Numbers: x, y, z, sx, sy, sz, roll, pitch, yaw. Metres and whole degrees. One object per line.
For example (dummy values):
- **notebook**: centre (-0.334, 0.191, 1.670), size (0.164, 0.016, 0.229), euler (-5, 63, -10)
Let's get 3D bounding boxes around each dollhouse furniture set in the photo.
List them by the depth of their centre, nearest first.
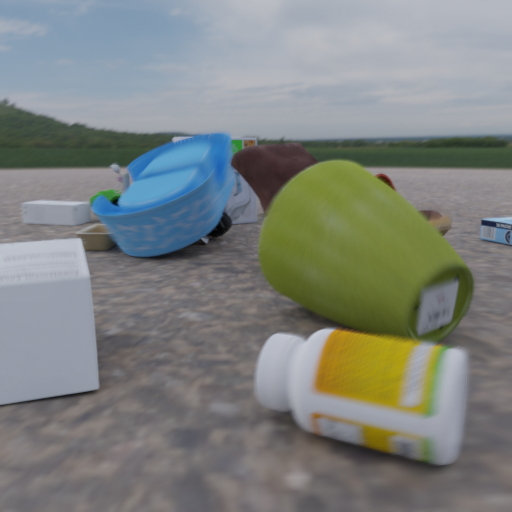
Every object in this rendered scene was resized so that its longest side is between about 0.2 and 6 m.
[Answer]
- **dollhouse furniture set**: centre (-2.353, -0.923, 10.182), size (1.571, 1.407, 1.982), euler (0, 11, 1)

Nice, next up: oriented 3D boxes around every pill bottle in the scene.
- **pill bottle**: centre (0.617, 0.794, 3.382), size (1.159, 0.644, 0.644), euler (6, 13, 26)

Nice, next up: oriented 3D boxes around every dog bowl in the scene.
- **dog bowl**: centre (-1.443, -1.144, 9.917), size (2.035, 0.905, 3.651), euler (-10, 26, 13)

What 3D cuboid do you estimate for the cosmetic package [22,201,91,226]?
- **cosmetic package**: centre (-4.605, -0.994, 12.935), size (1.371, 0.489, 0.695), euler (3, 12, 16)

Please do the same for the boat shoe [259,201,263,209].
- **boat shoe**: centre (1.658, -1.474, 14.283), size (3.094, 1.118, 1.120), euler (-10, 16, -2)

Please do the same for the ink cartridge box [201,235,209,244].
- **ink cartridge box**: centre (-1.217, -0.464, 10.421), size (0.720, 0.181, 0.830), euler (43, 6, -7)

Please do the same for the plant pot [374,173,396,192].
- **plant pot**: centre (1.616, -0.689, 9.698), size (1.297, 1.334, 1.334), euler (-2, 8, 38)

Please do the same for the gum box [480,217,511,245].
- **gum box**: centre (5.402, -0.429, 10.247), size (1.877, 0.418, 1.595), euler (-5, 12, -25)

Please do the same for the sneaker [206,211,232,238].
- **sneaker**: centre (-0.992, -0.857, 11.110), size (0.719, 0.670, 1.812), euler (-37, 29, -22)

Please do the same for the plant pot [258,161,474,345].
- **plant pot**: centre (1.138, 0.090, 5.345), size (1.596, 1.596, 1.705), euler (-7, 27, -30)

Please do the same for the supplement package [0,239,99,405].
- **supplement package**: centre (-1.783, 0.443, 4.518), size (0.867, 0.900, 1.583), euler (-5, 13, -18)

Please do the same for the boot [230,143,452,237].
- **boot**: centre (1.251, -0.817, 7.828), size (2.762, 0.999, 2.298), euler (-15, 60, -35)

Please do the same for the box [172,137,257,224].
- **box**: centre (-0.939, -1.707, 12.735), size (1.734, 1.965, 0.950), euler (-7, 13, -37)

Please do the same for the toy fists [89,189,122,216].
- **toy fists**: centre (-2.952, -1.252, 13.726), size (2.181, 0.750, 1.112), euler (-7, 20, -38)
